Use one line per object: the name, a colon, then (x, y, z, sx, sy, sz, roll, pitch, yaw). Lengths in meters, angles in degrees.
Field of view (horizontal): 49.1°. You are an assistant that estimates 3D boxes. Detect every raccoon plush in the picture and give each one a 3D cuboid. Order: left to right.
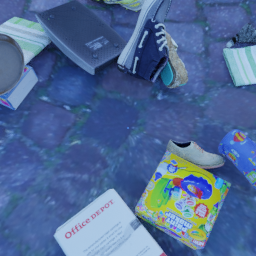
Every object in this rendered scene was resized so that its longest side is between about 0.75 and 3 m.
raccoon plush: (4.094, -3.011, 9.724, 0.814, 0.588, 1.215, 45, 100, 5)

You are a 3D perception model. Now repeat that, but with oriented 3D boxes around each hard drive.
hard drive: (-1.483, -3.023, 9.291, 2.834, 0.600, 1.911, 44, 58, 14)

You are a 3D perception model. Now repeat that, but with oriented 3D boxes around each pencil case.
pencil case: (3.208, 0.952, 7.237, 0.788, 0.877, 2.019, -16, 55, -36)

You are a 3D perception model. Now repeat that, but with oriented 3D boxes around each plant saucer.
plant saucer: (-3.773, -1.779, 8.027, 1.852, 0.297, 1.852, -1, 84, 7)

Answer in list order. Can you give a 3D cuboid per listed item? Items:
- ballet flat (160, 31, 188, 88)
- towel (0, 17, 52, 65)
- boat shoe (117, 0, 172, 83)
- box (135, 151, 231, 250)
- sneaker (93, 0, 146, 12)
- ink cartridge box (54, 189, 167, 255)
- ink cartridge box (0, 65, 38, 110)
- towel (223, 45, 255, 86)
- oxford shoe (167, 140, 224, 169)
ballet flat: (1.308, -2.378, 9.235, 0.842, 0.909, 2.579, 1, 63, -30)
towel: (-3.629, -2.823, 9.225, 1.915, 0.394, 2.567, 19, 45, 7)
boat shoe: (0.878, -2.744, 8.559, 1.319, 1.062, 2.844, 35, 107, 27)
box: (1.307, 1.795, 6.961, 1.721, 1.050, 1.657, 27, 68, 13)
sneaker: (-0.526, -5.058, 10.249, 2.429, 0.928, 0.916, 15, 88, 9)
ink cartridge box: (-0.297, 2.888, 6.451, 1.706, 0.990, 2.364, -35, 69, -16)
ink cartridge box: (-4.087, -1.577, 8.781, 1.976, 0.754, 1.348, 23, 66, 13)
towel: (4.317, -2.174, 9.344, 1.982, 0.232, 1.512, -8, 65, -4)
oxford shoe: (1.845, 0.698, 7.641, 1.618, 0.573, 0.597, 8, 109, 2)
